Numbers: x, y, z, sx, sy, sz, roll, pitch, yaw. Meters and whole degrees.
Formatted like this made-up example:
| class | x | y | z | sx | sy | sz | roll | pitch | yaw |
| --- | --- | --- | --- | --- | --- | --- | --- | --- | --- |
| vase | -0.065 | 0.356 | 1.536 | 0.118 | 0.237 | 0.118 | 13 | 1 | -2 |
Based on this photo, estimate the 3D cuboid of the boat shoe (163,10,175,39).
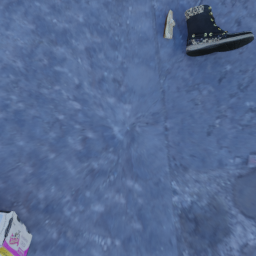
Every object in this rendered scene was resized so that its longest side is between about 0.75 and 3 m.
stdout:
| class | x | y | z | sx | sy | sz | roll | pitch | yaw |
| --- | --- | --- | --- | --- | --- | --- | --- | --- | --- |
| boat shoe | 1.338 | -3.286 | 8.911 | 0.302 | 0.336 | 0.931 | 10 | 81 | -6 |

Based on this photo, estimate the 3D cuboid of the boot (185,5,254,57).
| class | x | y | z | sx | sy | sz | roll | pitch | yaw |
| --- | --- | --- | --- | --- | --- | --- | --- | --- | --- |
| boot | 2.662 | -3.047 | 8.432 | 1.950 | 0.704 | 1.473 | -7 | 79 | 20 |

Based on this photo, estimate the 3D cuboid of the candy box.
| class | x | y | z | sx | sy | sz | roll | pitch | yaw |
| --- | --- | --- | --- | --- | --- | --- | --- | --- | --- |
| candy box | -3.891 | 2.569 | 6.711 | 2.661 | 1.815 | 0.812 | 4 | 52 | 1 |
